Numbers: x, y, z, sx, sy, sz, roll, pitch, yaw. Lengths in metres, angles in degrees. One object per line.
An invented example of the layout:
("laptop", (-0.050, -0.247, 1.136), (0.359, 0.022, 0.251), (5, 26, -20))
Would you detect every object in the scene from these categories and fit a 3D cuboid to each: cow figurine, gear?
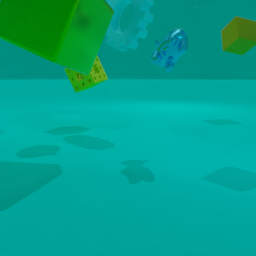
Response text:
("cow figurine", (0.814, -1.569, 5.515), (0.575, 1.047, 1.031), (30, 48, -10))
("gear", (-0.052, -3.080, 7.813), (0.326, 1.760, 1.760), (1, 7, -44))

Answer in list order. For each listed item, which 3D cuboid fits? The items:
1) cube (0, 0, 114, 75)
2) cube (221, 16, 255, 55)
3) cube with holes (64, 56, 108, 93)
("cube", (-1.298, -1.943, 5.092), (1.375, 1.375, 1.375), (26, 9, 14))
("cube", (4.255, -3.493, 10.688), (0.940, 0.940, 0.940), (7, -19, -16))
("cube with holes", (-1.316, -1.707, 8.890), (0.822, 0.822, 0.822), (-21, 7, 31))
